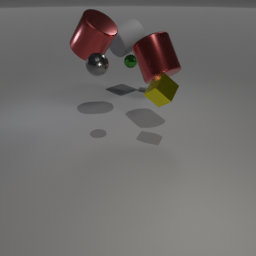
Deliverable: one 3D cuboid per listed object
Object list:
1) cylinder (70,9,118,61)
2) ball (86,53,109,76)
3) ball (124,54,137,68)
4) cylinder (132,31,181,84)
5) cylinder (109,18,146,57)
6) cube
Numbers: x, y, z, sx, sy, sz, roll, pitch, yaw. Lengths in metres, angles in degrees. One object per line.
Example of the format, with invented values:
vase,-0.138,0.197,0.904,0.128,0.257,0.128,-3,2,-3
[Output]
cylinder,-1.305,-3.451,10.569,1.400,1.400,1.400,21,45,-23
ball,-0.934,-1.928,8.495,0.700,0.700,0.700,0,27,0
ball,0.135,-3.466,14.548,0.700,0.700,0.700,0,27,0
cylinder,1.031,-2.500,10.082,1.400,1.400,1.400,-20,-3,-1
cylinder,-0.111,-4.328,13.463,1.400,1.400,1.400,-36,41,-25
cube,1.062,-1.199,8.943,0.700,0.700,0.700,-20,37,59
